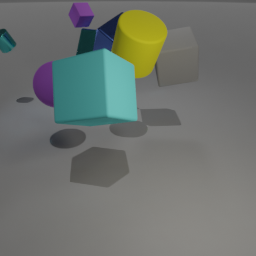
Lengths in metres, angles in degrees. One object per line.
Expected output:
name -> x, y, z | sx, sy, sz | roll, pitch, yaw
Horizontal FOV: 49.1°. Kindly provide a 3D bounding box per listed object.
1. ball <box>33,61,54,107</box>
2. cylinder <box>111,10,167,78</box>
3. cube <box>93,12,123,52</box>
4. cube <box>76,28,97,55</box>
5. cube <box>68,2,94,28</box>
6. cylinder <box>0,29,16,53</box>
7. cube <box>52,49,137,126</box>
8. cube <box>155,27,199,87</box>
ball -> -2.154, -1.317, 8.500 | 1.400, 1.400, 1.400 | 0, 28, 0
cylinder -> 0.270, -2.435, 8.214 | 1.400, 1.400, 1.400 | 7, 56, -11
cube -> -0.286, -3.080, 10.398 | 1.400, 1.400, 1.400 | 41, 61, 6
cube -> -1.246, -3.313, 12.126 | 1.400, 1.400, 1.400 | 12, 0, 16
cube -> -1.952, -4.712, 11.691 | 0.700, 0.700, 0.700 | -20, 78, -36
cylinder -> -5.048, -3.540, 11.395 | 0.700, 0.700, 0.700 | -12, 51, 15
cube -> -0.727, -0.821, 6.435 | 1.400, 1.400, 1.400 | -6, -5, 26
cube -> 1.633, -2.487, 9.802 | 1.400, 1.400, 1.400 | -8, 45, 5
